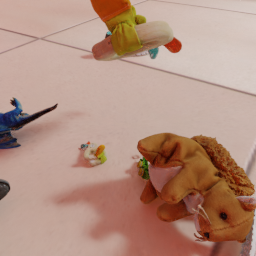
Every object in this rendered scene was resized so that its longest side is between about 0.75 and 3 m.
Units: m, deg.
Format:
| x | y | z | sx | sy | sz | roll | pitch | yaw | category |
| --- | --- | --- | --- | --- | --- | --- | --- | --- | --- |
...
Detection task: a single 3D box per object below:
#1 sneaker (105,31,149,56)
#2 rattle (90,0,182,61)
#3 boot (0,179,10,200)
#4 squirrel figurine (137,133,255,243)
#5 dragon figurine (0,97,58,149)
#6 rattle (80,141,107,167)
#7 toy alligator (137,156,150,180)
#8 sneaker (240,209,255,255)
| x | y | z | sx | sy | sz | roll | pitch | yaw | category |
| --- | --- | --- | --- | --- | --- | --- | --- | --- | --- |
| 0.120 | -3.898 | 12.572 | 2.650 | 1.209 | 1.028 | -15 | 40 | -20 | sneaker |
| 0.208 | -2.605 | 6.699 | 2.762 | 1.798 | 1.973 | -28 | 85 | -43 | rattle |
| -2.928 | 2.051 | 5.201 | 2.057 | 0.712 | 1.791 | -32 | 48 | -22 | boot |
| 1.613 | 1.103 | 5.503 | 2.349 | 1.662 | 2.192 | -17 | 33 | -32 | squirrel figurine |
| -3.345 | 0.011 | 7.520 | 2.986 | 0.879 | 1.485 | 0 | 52 | 3 | dragon figurine |
| -0.952 | 0.465 | 7.259 | 0.644 | 0.707 | 0.990 | -27 | 48 | -5 | rattle |
| 0.402 | 0.964 | 6.931 | 0.380 | 0.275 | 1.146 | 22 | 25 | -15 | toy alligator |
| 2.459 | 2.182 | 5.057 | 0.674 | 0.640 | 1.675 | 26 | 45 | 16 | sneaker |
